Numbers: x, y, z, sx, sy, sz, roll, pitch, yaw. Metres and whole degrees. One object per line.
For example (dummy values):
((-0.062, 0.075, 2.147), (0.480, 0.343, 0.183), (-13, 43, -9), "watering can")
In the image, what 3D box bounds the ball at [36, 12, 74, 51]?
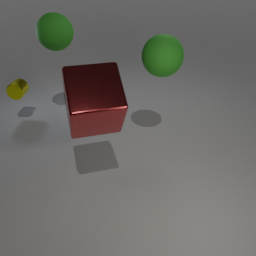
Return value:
((-2.791, -3.667, 10.695), (1.400, 1.400, 1.400), (0, 32, 0), "ball")

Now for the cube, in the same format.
((-0.903, -0.700, 7.339), (1.400, 1.400, 1.400), (-8, 66, -13), "cube")

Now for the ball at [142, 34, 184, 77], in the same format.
((1.155, -2.404, 9.336), (1.400, 1.400, 1.400), (0, 32, 0), "ball")

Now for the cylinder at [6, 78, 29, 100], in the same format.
((-4.580, -1.618, 11.648), (0.700, 0.700, 0.700), (1, 30, 2), "cylinder")
